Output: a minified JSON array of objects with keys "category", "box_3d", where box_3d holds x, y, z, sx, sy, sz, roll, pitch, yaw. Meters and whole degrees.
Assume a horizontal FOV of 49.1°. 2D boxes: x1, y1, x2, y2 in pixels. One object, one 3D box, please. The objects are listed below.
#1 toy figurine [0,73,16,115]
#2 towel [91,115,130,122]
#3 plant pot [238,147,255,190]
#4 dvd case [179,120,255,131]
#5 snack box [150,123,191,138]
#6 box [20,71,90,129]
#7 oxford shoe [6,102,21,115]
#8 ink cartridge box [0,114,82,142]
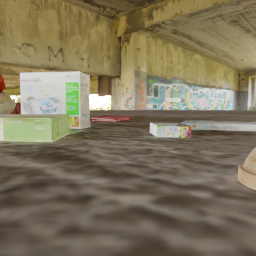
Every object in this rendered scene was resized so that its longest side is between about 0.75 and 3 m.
[{"category":"toy figurine","box_3d":[-3.310,-0.500,5.429,1.845,1.283,1.816,-22,15,-3]},{"category":"towel","box_3d":[-0.777,-0.441,13.382,1.301,0.202,1.799,4,8,21]},{"category":"plant pot","box_3d":[1.548,0.299,2.561,0.993,0.458,0.993,1,4,0]},{"category":"dvd case","box_3d":[2.976,-0.095,8.844,2.611,0.229,1.863,1,5,17]},{"category":"snack box","box_3d":[0.985,0.040,6.748,0.787,0.293,1.106,0,5,-4]},{"category":"box","box_3d":[-2.287,-0.879,8.982,2.000,1.765,0.967,2,5,10]},{"category":"oxford shoe","box_3d":[-3.648,-0.537,11.795,2.873,1.012,1.075,-5,-21,-27]},{"category":"ink cartridge box","box_3d":[-2.214,-0.064,6.696,1.721,0.567,2.365,0,6,5]}]
